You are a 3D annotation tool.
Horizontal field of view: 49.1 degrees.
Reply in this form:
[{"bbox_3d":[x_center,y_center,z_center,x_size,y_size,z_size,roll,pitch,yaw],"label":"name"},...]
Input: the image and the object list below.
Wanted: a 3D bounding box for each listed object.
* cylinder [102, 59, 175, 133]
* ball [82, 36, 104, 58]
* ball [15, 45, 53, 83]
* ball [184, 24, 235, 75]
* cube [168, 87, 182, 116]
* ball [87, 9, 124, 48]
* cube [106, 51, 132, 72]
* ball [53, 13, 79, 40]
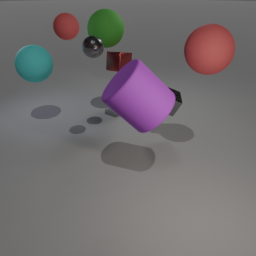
[{"bbox_3d":[0.270,-0.822,7.341,1.400,1.400,1.400,40,19,-22],"label":"cylinder"},{"bbox_3d":[-1.134,-2.619,9.058,0.700,0.700,0.700,0,28,0],"label":"ball"},{"bbox_3d":[-3.576,-2.443,10.688,1.400,1.400,1.400,0,28,0],"label":"ball"},{"bbox_3d":[2.308,-2.224,7.969,1.400,1.400,1.400,0,28,0],"label":"ball"},{"bbox_3d":[1.482,-0.983,10.242,0.700,0.700,0.700,19,40,-15],"label":"cube"},{"bbox_3d":[-0.844,-3.772,10.631,1.400,1.400,1.400,0,28,0],"label":"ball"},{"bbox_3d":[-0.340,-2.519,10.624,0.700,0.700,0.700,15,20,37],"label":"cube"},{"bbox_3d":[-1.670,-2.745,7.582,0.700,0.700,0.700,0,28,0],"label":"ball"}]
